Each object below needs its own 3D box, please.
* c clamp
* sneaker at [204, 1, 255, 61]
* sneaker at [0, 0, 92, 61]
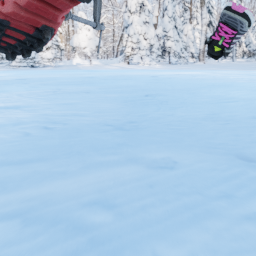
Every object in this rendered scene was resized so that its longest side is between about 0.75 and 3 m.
[{"bbox_3d":[-1.283,-3.445,8.244,0.319,2.013,2.356,12,7,27],"label":"c clamp"},{"bbox_3d":[2.481,-2.330,7.137,0.806,0.955,2.184,34,0,8],"label":"sneaker"},{"bbox_3d":[-1.353,-2.056,4.033,2.877,1.406,1.017,-23,-25,38],"label":"sneaker"}]
